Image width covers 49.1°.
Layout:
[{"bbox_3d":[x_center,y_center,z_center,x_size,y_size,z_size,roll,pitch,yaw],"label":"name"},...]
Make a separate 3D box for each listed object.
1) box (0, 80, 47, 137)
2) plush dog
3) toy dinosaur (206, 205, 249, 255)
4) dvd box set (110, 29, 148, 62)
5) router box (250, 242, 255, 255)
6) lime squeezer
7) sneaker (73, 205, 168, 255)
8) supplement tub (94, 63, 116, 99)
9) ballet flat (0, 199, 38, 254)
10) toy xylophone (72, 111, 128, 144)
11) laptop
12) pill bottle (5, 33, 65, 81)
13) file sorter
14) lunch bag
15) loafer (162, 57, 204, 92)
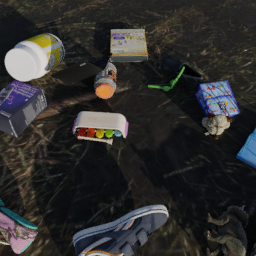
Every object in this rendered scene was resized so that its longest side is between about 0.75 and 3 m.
[{"bbox_3d":[-4.374,-0.795,10.924,1.424,1.004,1.924,20,51,16],"label":"box"},{"bbox_3d":[3.335,-0.166,10.432,1.058,0.909,0.849,8,49,7],"label":"plush dog"},{"bbox_3d":[2.770,2.985,7.675,1.201,0.904,2.348,3,45,13],"label":"toy dinosaur"},{"bbox_3d":[0.018,-4.299,14.445,1.848,0.371,2.525,-2,48,-2],"label":"dvd box set"},{"bbox_3d":[4.964,3.375,7.307,2.905,0.902,2.176,28,54,23],"label":"router box"},{"bbox_3d":[1.798,-1.992,12.264,1.778,0.335,0.628,-27,61,12],"label":"lime squeezer"},{"bbox_3d":[-0.071,3.025,7.537,2.716,1.065,1.079,-21,46,-3],"label":"sneaker"},{"bbox_3d":[-0.979,-2.050,12.076,0.944,0.944,1.540,-1,49,-1],"label":"supplement tub"},{"bbox_3d":[-3.890,2.565,8.104,2.911,1.006,1.036,29,75,23],"label":"ballet flat"},{"bbox_3d":[-1.104,0.004,10.525,2.162,0.543,1.583,10,49,9],"label":"toy xylophone"},{"bbox_3d":[-1.851,-2.603,11.458,1.814,1.057,2.047,-14,40,30],"label":"laptop"},{"bbox_3d":[-3.931,-3.053,12.021,1.569,1.569,2.746,8,28,7],"label":"pill bottle"},{"bbox_3d":[5.242,0.299,9.659,1.662,1.470,2.396,33,56,25],"label":"file sorter"},{"bbox_3d":[3.659,-1.010,11.424,1.253,0.783,1.665,-9,61,-10],"label":"lunch bag"},{"bbox_3d":[2.465,-2.605,12.600,0.855,0.884,2.519,-27,54,-22],"label":"loafer"}]
